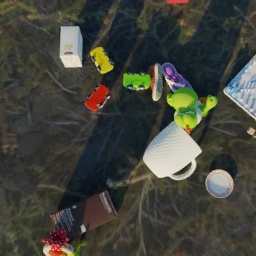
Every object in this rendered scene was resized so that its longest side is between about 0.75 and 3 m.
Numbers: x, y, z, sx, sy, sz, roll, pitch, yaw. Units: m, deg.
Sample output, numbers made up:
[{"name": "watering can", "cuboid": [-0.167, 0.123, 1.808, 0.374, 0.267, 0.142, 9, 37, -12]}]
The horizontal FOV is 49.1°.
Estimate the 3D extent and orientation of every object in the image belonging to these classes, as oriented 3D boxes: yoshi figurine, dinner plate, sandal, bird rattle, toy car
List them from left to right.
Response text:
[{"name": "bird rattle", "cuboid": [-2.334, 4.287, 9.749, 1.433, 1.758, 0.990, -33, 38, 28]}, {"name": "toy car", "cuboid": [-0.361, -1.905, 11.505, 2.564, 0.608, 2.724, 4, 79, 0]}, {"name": "sandal", "cuboid": [1.998, -1.979, 11.589, 0.733, 0.443, 1.802, -38, 78, -7]}, {"name": "yoshi figurine", "cuboid": [2.197, -0.860, 9.906, 1.541, 2.752, 1.547, 47, 113, 5]}, {"name": "dinner plate", "cuboid": [3.548, 2.164, 10.889, 1.066, 0.129, 1.066, 0, 78, 1]}]

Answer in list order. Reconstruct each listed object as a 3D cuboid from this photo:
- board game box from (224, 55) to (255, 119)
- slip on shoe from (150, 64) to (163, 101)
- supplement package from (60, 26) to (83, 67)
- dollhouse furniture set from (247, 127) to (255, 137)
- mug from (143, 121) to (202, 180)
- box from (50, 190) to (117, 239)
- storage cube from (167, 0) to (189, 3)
[{"name": "board game box", "cuboid": [5.879, -1.630, 11.574, 2.737, 0.354, 2.736, 43, 81, 8]}, {"name": "slip on shoe", "cuboid": [1.121, -1.882, 11.598, 0.472, 0.572, 1.543, -4, 83, 35]}, {"name": "supplement package", "cuboid": [-2.320, -3.341, 11.584, 0.731, 1.027, 1.319, -1, 77, 0]}, {"name": "dollhouse furniture set", "cuboid": [5.802, -0.017, 10.645, 1.798, 0.878, 1.534, 29, 95, -12]}, {"name": "mug", "cuboid": [1.709, 1.088, 10.524, 1.824, 1.536, 2.080, -42, 110, 4]}, {"name": "box", "cuboid": [-1.590, 3.222, 10.329, 2.189, 0.820, 1.096, -24, 79, -7]}, {"name": "storage cube", "cuboid": [2.223, -6.174, 12.214, 1.094, 0.983, 0.935, -4, 78, 0]}]
